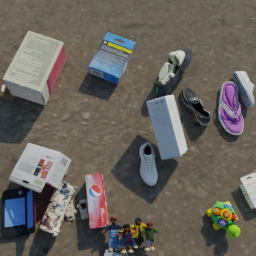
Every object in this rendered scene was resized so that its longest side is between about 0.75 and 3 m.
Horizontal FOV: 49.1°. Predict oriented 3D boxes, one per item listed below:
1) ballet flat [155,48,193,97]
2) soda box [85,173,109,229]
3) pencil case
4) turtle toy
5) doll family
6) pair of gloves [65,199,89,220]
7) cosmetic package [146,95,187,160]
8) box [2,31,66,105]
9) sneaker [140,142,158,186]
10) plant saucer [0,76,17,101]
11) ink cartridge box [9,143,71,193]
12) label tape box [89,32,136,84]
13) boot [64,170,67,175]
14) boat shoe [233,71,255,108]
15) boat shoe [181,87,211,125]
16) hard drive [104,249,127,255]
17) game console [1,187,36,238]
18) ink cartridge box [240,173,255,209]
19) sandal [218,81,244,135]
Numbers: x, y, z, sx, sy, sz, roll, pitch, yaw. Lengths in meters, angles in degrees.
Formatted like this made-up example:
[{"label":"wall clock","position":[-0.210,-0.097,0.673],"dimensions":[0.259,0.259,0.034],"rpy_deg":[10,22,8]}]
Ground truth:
[{"label":"ballet flat","position":[1.871,-2.516,11.570],"dimensions":[0.980,0.980,2.682],"rpy_deg":[30,73,11]},{"label":"soda box","position":[-1.098,2.568,9.877],"dimensions":[0.641,0.581,1.831],"rpy_deg":[-8,68,-3]},{"label":"pencil case","position":[-2.403,2.759,9.706],"dimensions":[0.801,0.697,1.791],"rpy_deg":[0,62,40]},{"label":"turtle toy","position":[3.370,3.131,9.618],"dimensions":[0.937,0.650,1.286],"rpy_deg":[-21,70,-8]},{"label":"doll family","position":[0.074,3.493,9.350],"dimensions":[1.848,0.725,1.068],"rpy_deg":[0,88,-18]},{"label":"pair of gloves","position":[-1.834,2.908,9.980],"dimensions":[0.837,0.147,0.712],"rpy_deg":[-4,69,-1]},{"label":"cosmetic package","position":[1.433,-0.053,10.120],"dimensions":[0.763,1.086,2.142],"rpy_deg":[-14,92,26]},{"label":"box","position":[-3.668,-2.389,11.316],"dimensions":[1.542,1.314,2.412],"rpy_deg":[19,70,-1]},{"label":"sneaker","position":[0.728,1.282,10.252],"dimensions":[0.632,0.806,1.623],"rpy_deg":[-9,69,-3]},{"label":"plant saucer","position":[-5.013,-1.752,11.771],"dimensions":[1.263,0.186,1.263],"rpy_deg":[0,70,0]},{"label":"ink cartridge box","position":[-3.124,1.476,9.915],"dimensions":[1.696,0.711,1.489],"rpy_deg":[12,67,31]},{"label":"label tape box","position":[-0.655,-2.986,11.984],"dimensions":[1.378,0.605,1.911],"rpy_deg":[22,70,6]},{"label":"boot","position":[-2.709,1.714,10.292],"dimensions":[0.932,0.421,0.339],"rpy_deg":[-31,72,-11]},{"label":"boat shoe","position":[4.902,-1.659,11.484],"dimensions":[0.575,0.633,1.722],"rpy_deg":[-12,68,-4]},{"label":"boat shoe","position":[2.750,-0.991,11.231],"dimensions":[0.671,0.579,1.847],"rpy_deg":[-26,67,-6]},{"label":"hard drive","position":[0.083,4.996,9.036],"dimensions":[2.157,0.408,1.507],"rpy_deg":[16,69,7]},{"label":"game console","position":[-3.750,2.808,9.568],"dimensions":[1.432,0.986,1.661],"rpy_deg":[-8,69,-3]},{"label":"ink cartridge box","position":[4.520,2.255,10.107],"dimensions":[0.651,0.377,1.118],"rpy_deg":[-19,71,-7]},{"label":"sandal","position":[4.112,-0.871,11.209],"dimensions":[0.957,0.578,2.352],"rpy_deg":[-1,69,-1]}]
